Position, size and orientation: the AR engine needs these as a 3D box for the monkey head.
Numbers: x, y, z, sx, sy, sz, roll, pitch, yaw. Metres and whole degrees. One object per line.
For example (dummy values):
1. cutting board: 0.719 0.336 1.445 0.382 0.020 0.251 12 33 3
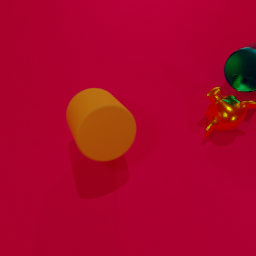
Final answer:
1. monkey head: 2.402 -0.452 7.017 1.509 1.085 0.909 -33 46 12

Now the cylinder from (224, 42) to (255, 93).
1. cylinder: 3.258 -1.607 7.325 1.124 1.124 1.124 44 44 17

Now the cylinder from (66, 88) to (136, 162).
1. cylinder: -0.641 -0.109 6.321 1.305 1.305 1.305 -25 29 -10
